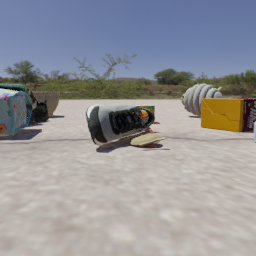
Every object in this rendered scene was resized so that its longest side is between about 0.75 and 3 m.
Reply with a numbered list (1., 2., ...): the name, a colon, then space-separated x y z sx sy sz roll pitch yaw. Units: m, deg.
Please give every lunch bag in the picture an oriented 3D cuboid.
1. lunch bag: -4.362 -0.650 9.016 2.132 1.526 2.503 1 14 -5

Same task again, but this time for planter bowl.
1. planter bowl: -4.733 -1.302 15.336 2.020 1.360 2.020 0 8 0

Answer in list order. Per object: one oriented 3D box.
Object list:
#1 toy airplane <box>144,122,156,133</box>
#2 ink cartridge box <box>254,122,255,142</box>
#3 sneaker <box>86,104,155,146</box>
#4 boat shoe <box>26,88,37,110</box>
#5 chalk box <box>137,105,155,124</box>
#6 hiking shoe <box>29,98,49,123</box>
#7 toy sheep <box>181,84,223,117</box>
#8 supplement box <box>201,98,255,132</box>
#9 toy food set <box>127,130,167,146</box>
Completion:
1. toy airplane: 0.124 -0.094 9.731 2.113 0.389 2.113 -2 8 0
2. ink cartridge box: 4.768 0.239 6.345 2.800 0.610 2.430 0 6 -2
3. sneaker: -0.155 -0.228 7.424 1.100 1.025 2.774 -15 -1 27
4. boat shoe: -4.620 -0.854 10.777 0.984 0.986 2.666 8 28 16
5. chalk box: 0.523 -0.614 12.237 1.272 0.792 0.788 -1 7 3
6. hiking shoe: -4.420 -0.797 12.354 0.831 1.104 2.194 3 8 25
7. toy sheep: 4.088 -1.482 14.937 2.838 1.957 1.957 4 8 44
8. supplement box: 3.903 -0.545 10.369 1.678 1.114 1.655 -5 9 -35
9. toy food set: 0.467 0.336 7.071 0.811 0.236 1.175 -15 12 -11
